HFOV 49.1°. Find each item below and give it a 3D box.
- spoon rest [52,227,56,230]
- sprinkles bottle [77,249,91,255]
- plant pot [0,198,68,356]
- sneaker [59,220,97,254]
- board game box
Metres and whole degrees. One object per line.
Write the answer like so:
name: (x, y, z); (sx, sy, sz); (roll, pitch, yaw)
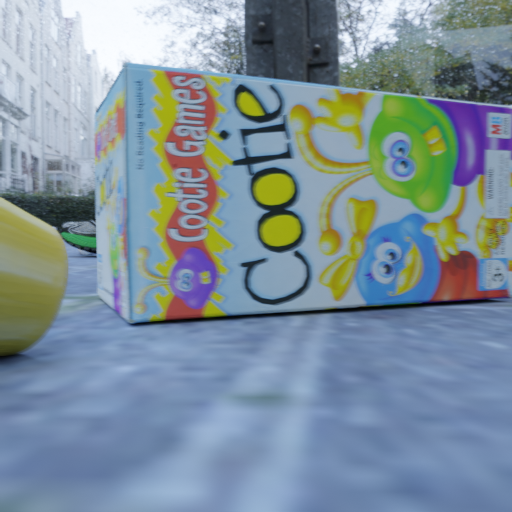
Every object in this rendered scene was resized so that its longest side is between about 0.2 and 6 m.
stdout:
spoon rest: (-3.673, -0.158, 9.528); (0.733, 0.447, 1.475); (9, 13, -12)
sprinkles bottle: (-3.188, -0.175, 10.435); (0.294, 0.294, 0.862); (-1, 3, -18)
plant pot: (-1.061, 0.039, 1.807); (0.772, 0.772, 0.726); (2, -13, 36)
sneaker: (-2.192, -0.486, 9.356); (2.201, 0.937, 0.859); (-3, -7, 6)
board game box: (0.271, -0.323, 3.512); (2.356, 1.214, 1.236); (-1, 3, -22)
